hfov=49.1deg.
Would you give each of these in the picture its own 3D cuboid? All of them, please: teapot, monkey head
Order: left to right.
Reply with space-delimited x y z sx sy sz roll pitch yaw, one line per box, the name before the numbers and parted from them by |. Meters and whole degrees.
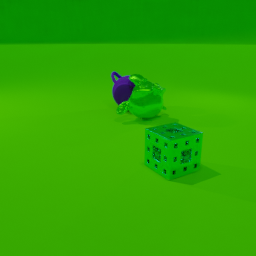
teapot | 0.175 -1.192 9.504 1.983 1.233 0.971 42 38 -4
monkey head | 0.439 -0.946 8.589 1.872 1.128 1.347 -8 41 -33

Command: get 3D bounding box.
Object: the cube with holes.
cube with holes | 0.851 0.410 5.363 0.770 0.770 0.770 -11 21 -30
